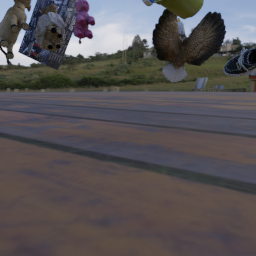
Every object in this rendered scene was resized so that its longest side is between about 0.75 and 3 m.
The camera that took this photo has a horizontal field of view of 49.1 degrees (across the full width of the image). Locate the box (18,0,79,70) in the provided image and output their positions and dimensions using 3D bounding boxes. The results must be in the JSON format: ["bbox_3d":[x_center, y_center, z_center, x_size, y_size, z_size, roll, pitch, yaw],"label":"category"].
[{"bbox_3d":[-2.365,-2.999,8.440,1.668,2.116,0.526,28,8,36],"label":"box"}]

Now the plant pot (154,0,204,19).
[{"bbox_3d":[1.306,-3.440,7.121,1.163,1.265,1.265,24,-8,-39],"label":"plant pot"}]

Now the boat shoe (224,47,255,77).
[{"bbox_3d":[3.557,-1.986,8.223,0.668,0.722,1.955,7,-4,-33],"label":"boat shoe"}]

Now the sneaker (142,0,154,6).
[{"bbox_3d":[0.509,-3.614,6.231,0.860,1.546,0.593,-15,9,23],"label":"sneaker"}]

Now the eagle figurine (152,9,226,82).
[{"bbox_3d":[1.730,-2.698,8.874,1.855,1.845,2.445,-37,0,1],"label":"eagle figurine"}]

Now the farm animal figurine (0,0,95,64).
[{"bbox_3d":[-2.096,-2.764,5.633,2.186,2.707,1.361,-29,48,-5],"label":"farm animal figurine"}]
